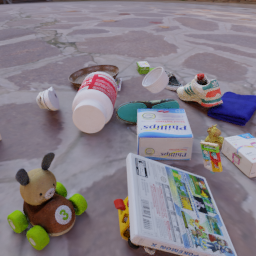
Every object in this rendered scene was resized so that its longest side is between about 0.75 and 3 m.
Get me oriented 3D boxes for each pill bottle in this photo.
[{"bbox_3d":[-1.373,-1.089,11.714,1.659,1.659,2.956,2,32,3],"label":"pill bottle"}]

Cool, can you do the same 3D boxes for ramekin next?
[{"bbox_3d":[1.071,-1.763,10.503,0.980,0.515,0.980,-34,32,25],"label":"ramekin"}]

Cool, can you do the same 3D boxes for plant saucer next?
[{"bbox_3d":[-1.833,-2.831,15.428,2.838,0.455,2.838,-8,30,5],"label":"plant saucer"}]

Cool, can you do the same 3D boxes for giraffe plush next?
[{"bbox_3d":[3.197,0.267,10.397,0.878,0.712,0.758,8,32,13],"label":"giraffe plush"}]

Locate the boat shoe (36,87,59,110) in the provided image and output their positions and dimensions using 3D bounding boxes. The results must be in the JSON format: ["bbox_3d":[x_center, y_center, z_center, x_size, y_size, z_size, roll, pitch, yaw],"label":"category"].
[{"bbox_3d":[-3.477,-1.192,11.896,0.817,0.895,2.487,-26,24,-4],"label":"boat shoe"}]

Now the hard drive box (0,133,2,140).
[{"bbox_3d":[-5.670,0.129,9.729,0.814,1.652,2.120,16,34,25],"label":"hard drive box"}]

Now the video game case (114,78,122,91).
[{"bbox_3d":[-1.084,-2.383,15.251,1.414,0.184,1.553,1,31,1],"label":"video game case"}]

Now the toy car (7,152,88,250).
[{"bbox_3d":[-2.088,1.603,6.982,1.566,1.984,1.630,21,37,30],"label":"toy car"}]

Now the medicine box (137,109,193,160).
[{"bbox_3d":[1.255,0.194,10.202,1.840,1.040,2.020,0,31,1],"label":"medicine box"}]

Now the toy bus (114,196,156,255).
[{"bbox_3d":[0.187,2.413,6.797,1.449,0.794,1.536,48,22,22],"label":"toy bus"}]

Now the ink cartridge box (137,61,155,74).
[{"bbox_3d":[1.234,-3.702,17.107,1.298,0.492,0.959,-6,32,-8],"label":"ink cartridge box"}]

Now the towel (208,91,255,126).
[{"bbox_3d":[4.804,-0.894,12.516,1.780,0.597,2.411,14,34,34],"label":"towel"}]

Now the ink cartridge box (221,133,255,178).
[{"bbox_3d":[4.089,0.884,9.452,1.096,0.642,1.516,-10,34,-16],"label":"ink cartridge box"}]

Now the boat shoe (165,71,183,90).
[{"bbox_3d":[2.204,-2.701,15.209,0.817,0.756,2.213,-13,34,-20],"label":"boat shoe"}]

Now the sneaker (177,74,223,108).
[{"bbox_3d":[3.223,-1.882,12.863,1.028,1.365,2.920,-17,22,-16],"label":"sneaker"}]

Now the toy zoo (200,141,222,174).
[{"bbox_3d":[2.534,0.933,8.499,0.104,1.015,0.666,-20,14,-26],"label":"toy zoo"}]

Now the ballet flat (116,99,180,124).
[{"bbox_3d":[0.811,-0.722,12.038,2.773,1.029,1.029,-3,32,-9],"label":"ballet flat"}]

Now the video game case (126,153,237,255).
[{"bbox_3d":[1.206,1.932,7.136,2.577,0.311,2.827,20,28,-14],"label":"video game case"}]
